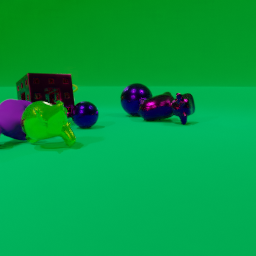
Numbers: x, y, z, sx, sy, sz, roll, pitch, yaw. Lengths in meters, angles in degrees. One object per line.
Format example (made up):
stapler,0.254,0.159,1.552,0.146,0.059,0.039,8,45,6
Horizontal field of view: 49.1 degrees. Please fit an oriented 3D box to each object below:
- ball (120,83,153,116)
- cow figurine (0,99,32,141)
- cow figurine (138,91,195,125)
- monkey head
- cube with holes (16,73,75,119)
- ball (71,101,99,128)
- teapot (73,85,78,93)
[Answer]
ball,0.313,-1.030,10.194,1.201,1.201,1.201,0,9,0
cow figurine,-2.504,-0.157,5.542,1.264,0.705,1.285,12,34,-29
cow figurine,1.146,-0.617,8.639,1.745,0.958,1.717,-12,14,6
monkey head,-1.476,-0.008,5.164,0.831,0.992,1.379,-25,-9,-32
cube with holes,-2.384,-0.824,8.080,1.226,1.226,1.226,-6,-1,-36
ball,-1.153,-0.358,7.537,0.734,0.734,0.734,0,9,0
teapot,-2.803,-1.307,11.170,1.701,0.833,1.057,-24,-20,-2
